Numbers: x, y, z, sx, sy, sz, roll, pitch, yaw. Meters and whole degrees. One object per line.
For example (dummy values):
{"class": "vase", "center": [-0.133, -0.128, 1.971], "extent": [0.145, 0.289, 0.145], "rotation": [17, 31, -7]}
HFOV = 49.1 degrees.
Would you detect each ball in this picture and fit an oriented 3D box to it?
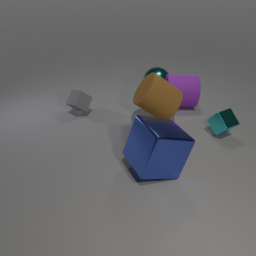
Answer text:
{"class": "ball", "center": [1.419, -2.283, 13.788], "extent": [1.400, 1.400, 1.400], "rotation": [0, 30, 0]}

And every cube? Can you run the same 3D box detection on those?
{"class": "cube", "center": [0.887, 0.583, 8.516], "extent": [1.400, 1.400, 1.400], "rotation": [6, 25, -31]}
{"class": "cube", "center": [-2.087, -1.164, 11.960], "extent": [0.700, 0.700, 0.700], "rotation": [13, -12, 46]}
{"class": "cube", "center": [3.576, -0.220, 10.515], "extent": [0.700, 0.700, 0.700], "rotation": [-17, 73, -27]}

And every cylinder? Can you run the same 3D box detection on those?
{"class": "cylinder", "center": [2.386, -1.672, 12.607], "extent": [1.400, 1.400, 1.400], "rotation": [3, 30, -2]}
{"class": "cylinder", "center": [1.146, -1.189, 10.841], "extent": [1.400, 1.400, 1.400], "rotation": [30, 24, -20]}
